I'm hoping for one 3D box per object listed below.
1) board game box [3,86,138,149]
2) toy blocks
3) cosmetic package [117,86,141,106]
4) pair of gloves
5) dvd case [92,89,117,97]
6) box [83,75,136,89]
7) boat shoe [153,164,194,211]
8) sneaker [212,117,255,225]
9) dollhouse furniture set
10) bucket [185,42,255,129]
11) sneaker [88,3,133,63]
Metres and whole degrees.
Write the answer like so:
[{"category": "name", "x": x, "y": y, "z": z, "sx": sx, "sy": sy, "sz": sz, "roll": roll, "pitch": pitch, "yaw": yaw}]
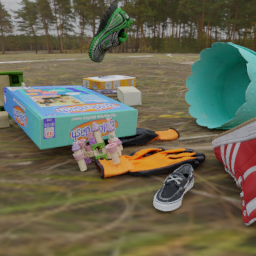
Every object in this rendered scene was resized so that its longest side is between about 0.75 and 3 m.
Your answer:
[{"category": "board game box", "x": -1.421, "y": -0.413, "z": 6.384, "sx": 2.096, "sy": 0.620, "sz": 2.756, "roll": -7, "pitch": 22, "yaw": -34}, {"category": "toy blocks", "x": -0.560, "y": 0.231, "z": 5.130, "sx": 0.817, "sy": 0.736, "sz": 0.874, "roll": -14, "pitch": 15, "yaw": 11}, {"category": "cosmetic package", "x": 0.029, "y": -1.199, "z": 10.325, "sx": 0.674, "sy": 0.476, "sz": 1.301, "roll": -4, "pitch": 17, "yaw": -12}, {"category": "pair of gloves", "x": 0.288, "y": 0.355, "z": 5.756, "sx": 2.111, "sy": 0.293, "sz": 2.369, "roll": -4, "pitch": 17, "yaw": -12}, {"category": "dvd case", "x": -0.884, "y": -1.476, "z": 11.753, "sx": 1.597, "sy": 0.128, "sz": 1.188, "roll": -4, "pitch": 18, "yaw": -12}, {"category": "box", "x": -0.770, "y": -2.199, "z": 13.486, "sx": 2.409, "sy": 0.500, "sz": 1.434, "roll": -12, "pitch": 21, "yaw": -40}, {"category": "boat shoe", "x": 0.703, "y": 0.830, "z": 4.119, "sx": 0.386, "sy": 0.365, "sz": 1.076, "roll": 12, "pitch": 21, "yaw": 33}, {"category": "sneaker", "x": 1.862, "y": 0.705, "z": 4.105, "sx": 0.874, "sy": 1.381, "sz": 2.455, "roll": -2, "pitch": -12, "yaw": 2}, {"category": "dollhouse furniture set", "x": -4.040, "y": -0.703, "z": 7.341, "sx": 2.636, "sy": 1.323, "sz": 1.727, "roll": -8, "pitch": 19, "yaw": -23}, {"category": "bucket", "x": 2.676, "y": -1.015, "z": 7.183, "sx": 1.405, "sy": 2.160, "sz": 2.160, "roll": 0, "pitch": 15, "yaw": -29}, {"category": "sneaker", "x": -0.566, "y": -2.615, "z": 8.352, "sx": 0.865, "sy": 2.032, "sz": 0.793, "roll": 32, "pitch": 53, "yaw": -8}]
